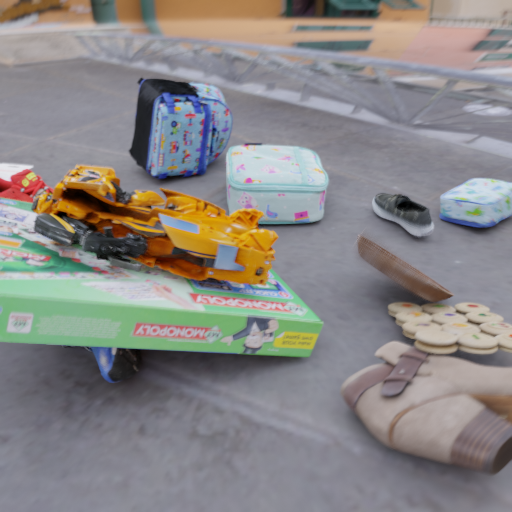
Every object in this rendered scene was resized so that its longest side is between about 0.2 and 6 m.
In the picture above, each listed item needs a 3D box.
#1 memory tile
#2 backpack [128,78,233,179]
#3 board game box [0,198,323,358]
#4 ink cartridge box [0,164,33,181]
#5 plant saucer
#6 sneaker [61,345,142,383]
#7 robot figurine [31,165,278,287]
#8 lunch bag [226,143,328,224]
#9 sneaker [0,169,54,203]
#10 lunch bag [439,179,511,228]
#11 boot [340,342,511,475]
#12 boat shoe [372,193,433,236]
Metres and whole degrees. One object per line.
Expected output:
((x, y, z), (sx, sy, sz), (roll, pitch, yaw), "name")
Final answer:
((2.847, 0.983, 8.028), (1.618, 0.177, 2.111), (1, 10, 0), "memory tile")
((-1.706, -3.199, 14.300), (2.584, 2.359, 1.738), (-7, 36, -36), "backpack")
((-1.635, 0.273, 7.932), (4.424, 0.644, 2.977), (9, 22, -28), "board game box")
((-5.967, -1.610, 13.034), (0.959, 0.551, 1.638), (6, 29, 11), "ink cartridge box")
((2.310, 0.244, 8.953), (1.759, 0.303, 1.759), (31, 8, -5), "plant saucer")
((-2.461, 1.060, 8.040), (1.097, 0.967, 2.461), (-31, 39, -16), "sneaker")
((-1.400, -0.469, 7.759), (3.202, 0.932, 2.322), (14, 16, -14), "robot figurine")
((0.464, -1.715, 12.667), (2.283, 1.097, 2.847), (-1, 29, -2), "lunch bag")
((-4.310, -0.985, 11.009), (3.316, 1.408, 1.277), (10, 30, 17), "sneaker")
((4.782, -1.155, 11.998), (1.604, 0.661, 1.289), (-26, 30, -36), "lunch bag")
((2.524, 1.594, 6.930), (2.790, 0.980, 2.040), (-13, 22, -37), "boot")
((3.037, -1.004, 11.639), (0.633, 0.522, 1.845), (-22, 32, -14), "boat shoe")
